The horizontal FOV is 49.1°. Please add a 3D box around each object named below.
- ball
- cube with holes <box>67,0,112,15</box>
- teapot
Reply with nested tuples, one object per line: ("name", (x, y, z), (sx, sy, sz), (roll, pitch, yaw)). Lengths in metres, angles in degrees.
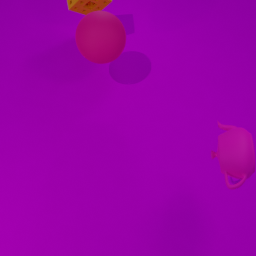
("ball", (-0.745, -2.482, 7.726), (1.393, 1.393, 1.393), (0, 65, 0))
("cube with holes", (-1.244, -4.214, 8.645), (0.972, 0.972, 0.972), (-3, 78, -45))
("teapot", (1.986, 0.449, 5.367), (0.769, 0.976, 1.570), (-5, 51, 19))
